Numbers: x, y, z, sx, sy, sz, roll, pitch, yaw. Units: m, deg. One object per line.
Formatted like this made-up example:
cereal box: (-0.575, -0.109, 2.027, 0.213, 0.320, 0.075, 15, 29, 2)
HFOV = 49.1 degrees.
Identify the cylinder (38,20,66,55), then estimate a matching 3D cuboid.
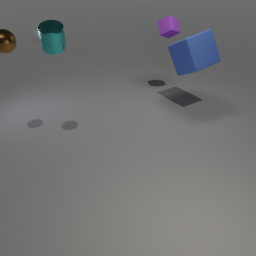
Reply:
cylinder: (-2.148, -2.579, 7.974, 0.700, 0.700, 0.700, 3, 53, -4)

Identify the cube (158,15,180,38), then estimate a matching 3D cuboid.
cube: (1.885, -4.642, 12.885, 0.700, 0.700, 0.700, -14, -8, 44)

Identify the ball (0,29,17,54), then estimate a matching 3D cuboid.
ball: (-3.663, -2.551, 8.264, 0.700, 0.700, 0.700, 0, 30, 0)

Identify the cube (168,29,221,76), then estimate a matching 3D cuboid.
cube: (2.831, -3.204, 12.032, 1.400, 1.400, 1.400, -26, 12, -21)
